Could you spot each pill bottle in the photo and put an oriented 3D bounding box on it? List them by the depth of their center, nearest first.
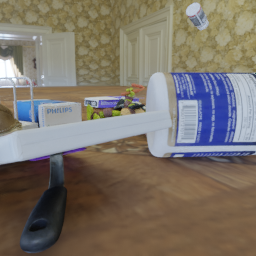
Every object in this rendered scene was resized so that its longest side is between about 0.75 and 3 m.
[{"bbox_3d":[1.589,-0.225,4.765,2.456,1.421,1.421,0,10,-4],"label":"pill bottle"},{"bbox_3d":[2.284,-3.623,9.161,0.487,0.487,0.841,9,-16,41],"label":"pill bottle"}]

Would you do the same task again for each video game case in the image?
[{"bbox_3d":[-1.075,0.212,3.598,2.708,0.244,1.939,-13,-1,45],"label":"video game case"}]

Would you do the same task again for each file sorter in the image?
[{"bbox_3d":[-3.545,-0.533,6.697,1.504,1.349,2.167,5,12,29],"label":"file sorter"}]

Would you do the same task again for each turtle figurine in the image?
[{"bbox_3d":[-0.046,-0.342,6.887,1.834,0.732,2.274,-7,44,-22],"label":"turtle figurine"}]

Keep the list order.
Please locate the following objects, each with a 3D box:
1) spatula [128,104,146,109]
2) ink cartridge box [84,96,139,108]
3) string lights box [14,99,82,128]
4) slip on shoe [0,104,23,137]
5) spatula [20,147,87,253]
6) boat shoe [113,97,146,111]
[{"bbox_3d":[0.434,-0.528,7.083,0.405,0.147,1.432,6,5,34],"label":"spatula"},{"bbox_3d":[-0.640,-1.185,12.742,2.065,0.452,2.085,-6,10,-30],"label":"ink cartridge box"},{"bbox_3d":[-2.419,-0.474,8.277,1.127,0.646,2.193,-9,13,-40],"label":"string lights box"},{"bbox_3d":[-2.490,-0.144,5.297,0.858,0.684,2.258,-6,8,-17],"label":"slip on shoe"},{"bbox_3d":[-0.855,0.586,3.325,0.835,0.304,2.954,-11,13,-9],"label":"spatula"},{"bbox_3d":[0.136,-0.538,9.309,0.611,0.649,1.808,-43,34,-15],"label":"boat shoe"}]
